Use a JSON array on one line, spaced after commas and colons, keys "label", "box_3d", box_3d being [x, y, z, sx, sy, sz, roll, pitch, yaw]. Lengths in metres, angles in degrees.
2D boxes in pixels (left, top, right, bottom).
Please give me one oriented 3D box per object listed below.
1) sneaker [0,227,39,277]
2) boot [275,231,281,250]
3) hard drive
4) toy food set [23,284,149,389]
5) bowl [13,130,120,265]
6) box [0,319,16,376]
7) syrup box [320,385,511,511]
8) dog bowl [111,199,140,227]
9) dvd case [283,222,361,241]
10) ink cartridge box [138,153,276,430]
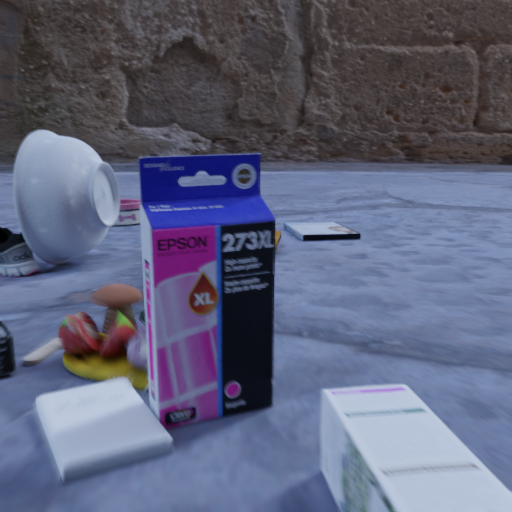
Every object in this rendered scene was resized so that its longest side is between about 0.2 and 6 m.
[{"label": "sneaker", "box_3d": [-4.006, -0.122, 8.391, 1.653, 0.723, 0.610, 4, 12, 20]}, {"label": "boot", "box_3d": [-0.212, -0.271, 9.604, 1.162, 0.571, 1.623, 12, 21, 15]}, {"label": "hard drive", "box_3d": [-1.059, 1.135, 3.790, 0.671, 0.136, 1.017, -6, 13, -28]}, {"label": "toy food set", "box_3d": [-1.117, 0.628, 5.006, 1.910, 0.624, 1.124, 4, 13, 20]}, {"label": "bowl", "box_3d": [-2.763, -0.931, 8.727, 0.953, 2.121, 2.121, -4, 11, 9]}, {"label": "box", "box_3d": [-3.132, 0.783, 4.840, 1.690, 0.401, 1.632, -8, 11, -32]}, {"label": "syrup box", "box_3d": [0.738, 1.149, 2.708, 0.554, 0.536, 1.362, -2, 11, -8]}, {"label": "dog bowl", "box_3d": [-3.268, -1.051, 13.393, 1.414, 0.521, 1.414, 0, 11, 0]}, {"label": "dvd case", "box_3d": [1.346, -0.530, 11.796, 1.201, 0.148, 1.683, -2, 12, -10]}, {"label": "ink cartridge box", "box_3d": [-0.316, 0.243, 3.876, 0.877, 1.852, 0.344, -6, 14, -23]}]
